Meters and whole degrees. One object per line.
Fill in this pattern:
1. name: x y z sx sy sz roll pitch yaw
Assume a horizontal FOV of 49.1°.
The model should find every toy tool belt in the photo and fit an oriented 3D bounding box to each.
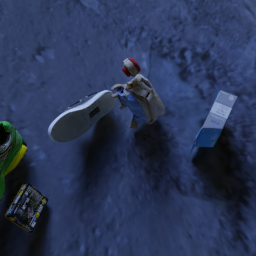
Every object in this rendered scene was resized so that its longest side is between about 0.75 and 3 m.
1. toy tool belt: 0.116 -0.717 6.610 1.002 1.630 1.018 -38 35 0

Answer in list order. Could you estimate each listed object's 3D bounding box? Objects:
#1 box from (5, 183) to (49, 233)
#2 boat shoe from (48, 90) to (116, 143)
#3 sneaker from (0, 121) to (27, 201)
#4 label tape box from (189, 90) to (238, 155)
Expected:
1. box: -2.086 1.655 5.860 0.199 0.643 0.805 -22 32 29
2. boat shoe: -1.170 -0.344 6.746 0.659 0.695 1.988 9 42 44
3. sneaker: -3.007 0.840 5.757 0.921 1.005 2.360 2 48 12
4. label tape box: 1.976 -0.019 6.518 0.442 1.007 1.396 26 68 16
